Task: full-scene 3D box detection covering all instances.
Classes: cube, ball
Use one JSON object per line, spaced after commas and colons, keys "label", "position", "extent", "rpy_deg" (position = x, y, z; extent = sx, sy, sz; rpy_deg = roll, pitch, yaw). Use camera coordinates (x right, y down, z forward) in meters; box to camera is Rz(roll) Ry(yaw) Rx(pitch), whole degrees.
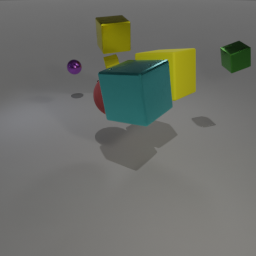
{"label": "cube", "position": [-0.729, -4.576, 13.659], "extent": [1.400, 1.400, 1.400], "rpy_deg": [-11, 36, -13]}
{"label": "cube", "position": [0.243, -1.020, 7.689], "extent": [1.400, 1.400, 1.400], "rpy_deg": [10, 31, 37]}
{"label": "cube", "position": [1.211, -1.725, 8.862], "extent": [1.400, 1.400, 1.400], "rpy_deg": [10, 23, 38]}
{"label": "ball", "position": [-2.547, -2.893, 13.294], "extent": [0.700, 0.700, 0.700], "rpy_deg": [0, 28, 0]}
{"label": "cube", "position": [-0.822, -3.296, 14.392], "extent": [0.700, 0.700, 0.700], "rpy_deg": [-15, 32, -3]}
{"label": "cube", "position": [3.573, -2.363, 9.307], "extent": [0.700, 0.700, 0.700], "rpy_deg": [-21, 38, 0]}
{"label": "ball", "position": [-0.432, -1.073, 9.170], "extent": [1.400, 1.400, 1.400], "rpy_deg": [0, 28, 0]}
